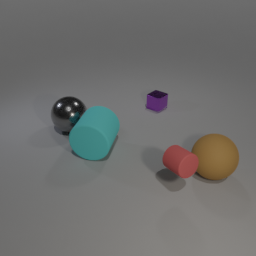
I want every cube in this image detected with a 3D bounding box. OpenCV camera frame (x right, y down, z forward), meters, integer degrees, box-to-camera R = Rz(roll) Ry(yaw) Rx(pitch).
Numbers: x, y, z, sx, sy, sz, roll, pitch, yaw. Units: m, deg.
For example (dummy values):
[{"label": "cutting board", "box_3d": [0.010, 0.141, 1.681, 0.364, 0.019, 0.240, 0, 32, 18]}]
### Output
[{"label": "cube", "box_3d": [1.315, -1.218, 12.631, 0.700, 0.700, 0.700, 24, 38, 33]}]

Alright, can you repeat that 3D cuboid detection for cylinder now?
[{"label": "cylinder", "box_3d": [1.409, 0.896, 7.550, 0.700, 0.700, 0.700, -17, 27, -26]}, {"label": "cylinder", "box_3d": [-1.122, 0.156, 9.641, 1.400, 1.400, 1.400, 7, 32, 11]}]

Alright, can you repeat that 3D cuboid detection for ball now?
[{"label": "ball", "box_3d": [-2.256, -0.523, 10.807, 1.400, 1.400, 1.400, 0, 31, 0]}, {"label": "ball", "box_3d": [2.625, 0.867, 8.502, 1.400, 1.400, 1.400, 0, 31, 0]}]
